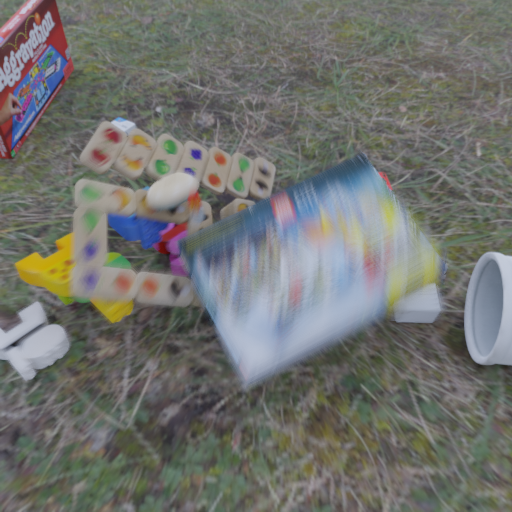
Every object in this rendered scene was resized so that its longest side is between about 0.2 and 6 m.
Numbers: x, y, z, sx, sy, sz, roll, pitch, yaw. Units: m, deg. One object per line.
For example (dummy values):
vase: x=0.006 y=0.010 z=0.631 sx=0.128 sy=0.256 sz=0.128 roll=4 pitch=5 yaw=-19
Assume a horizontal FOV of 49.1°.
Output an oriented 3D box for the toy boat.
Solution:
toy boat: x=-1.168 y=-0.862 z=8.568 sx=0.879 sy=0.486 sz=1.046 roll=-32 pitch=42 yaw=-28

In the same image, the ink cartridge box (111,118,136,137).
ink cartridge box: x=-3.238 y=-2.861 z=13.044 sx=0.530 sy=0.306 sz=0.731 roll=26 pitch=51 yaw=23

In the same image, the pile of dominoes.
pile of dominoes: x=-0.907 y=-0.706 z=8.977 sx=3.899 sy=0.621 sz=3.039 roll=8 pitch=64 yaw=-34

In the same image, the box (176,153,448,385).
box: x=0.797 y=0.104 z=8.414 sx=3.329 sy=0.627 sz=2.274 roll=-26 pitch=69 yaw=-12

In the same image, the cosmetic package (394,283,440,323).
cosmetic package: x=2.656 y=0.475 z=9.536 sx=0.645 sy=0.453 sz=1.271 roll=2 pitch=56 yaw=-1

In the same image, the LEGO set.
LEGO set: x=-2.227 y=0.395 z=8.994 sx=1.717 sy=1.596 sz=4.184 roll=38 pitch=58 yaw=27

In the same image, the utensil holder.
utensil holder: x=4.419 y=0.890 z=8.462 sx=2.001 sy=1.700 sz=1.700 roll=6 pitch=46 yaw=3

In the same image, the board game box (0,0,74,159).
board game box: x=-5.426 y=-4.430 z=13.267 sx=0.410 sy=2.170 sz=4.215 roll=3 pitch=46 yaw=6

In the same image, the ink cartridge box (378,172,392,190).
ink cartridge box: x=2.448 y=-1.632 z=11.940 sx=0.793 sy=0.199 sz=0.638 roll=-5 pitch=46 yaw=-3
